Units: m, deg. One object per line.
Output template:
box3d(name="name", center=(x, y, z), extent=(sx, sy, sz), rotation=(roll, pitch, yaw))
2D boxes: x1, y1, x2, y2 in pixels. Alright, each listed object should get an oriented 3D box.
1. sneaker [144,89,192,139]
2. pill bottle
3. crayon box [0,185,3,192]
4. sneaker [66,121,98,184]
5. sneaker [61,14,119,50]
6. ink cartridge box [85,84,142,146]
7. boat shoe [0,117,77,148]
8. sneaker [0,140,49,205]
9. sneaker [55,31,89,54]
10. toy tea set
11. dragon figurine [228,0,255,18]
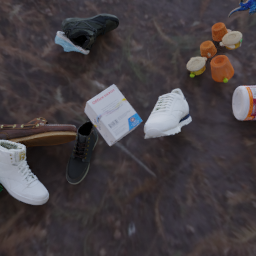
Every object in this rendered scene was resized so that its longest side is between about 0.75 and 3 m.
box3d(name="sneaker", center=(1.111, -0.436, 8.279), extent=(1.038, 2.716, 1.093), rotation=(-3, 104, 25))
box3d(name="pill bottle", center=(4.625, -0.837, 9.178), extent=(2.066, 1.132, 1.132), rotation=(-1, 65, 0))
box3d(name="crayon box", center=(-5.432, 1.327, 8.324), extent=(2.998, 0.873, 1.780), rotation=(42, 72, 17))
box3d(name="sneaker", center=(-1.484, 0.718, 8.543), extent=(0.700, 0.994, 1.872), rotation=(13, 66, 7))
box3d(name="sneaker", center=(-1.219, -3.543, 10.438), extent=(2.228, 0.852, 1.276), rotation=(-16, 65, -26))
box3d(name="ink cartridge box", center=(-0.432, -0.323, 7.582), extent=(0.925, 0.908, 1.256), rotation=(-35, 86, -19))
box3d(name="boat shoe", center=(-2.931, 0.103, 8.860), extent=(2.648, 0.932, 0.931), rotation=(-7, 68, -3))
box3d(name="sneaker", center=(-3.110, 1.221, 8.097), extent=(2.156, 1.246, 0.794), rotation=(31, 26, 9))
box3d(name="sneaker", center=(-2.135, -3.106, 10.658), extent=(1.359, 0.557, 0.502), rotation=(31, 33, -4))
box3d(name="toy tea set", center=(3.380, -2.700, 10.345), extent=(1.588, 0.988, 2.670), rotation=(17, 66, 40))
box3d(name="dragon figurine", center=(3.729, -3.676, 8.447), extent=(1.343, 0.395, 0.668), rotation=(-39, 83, 24))
